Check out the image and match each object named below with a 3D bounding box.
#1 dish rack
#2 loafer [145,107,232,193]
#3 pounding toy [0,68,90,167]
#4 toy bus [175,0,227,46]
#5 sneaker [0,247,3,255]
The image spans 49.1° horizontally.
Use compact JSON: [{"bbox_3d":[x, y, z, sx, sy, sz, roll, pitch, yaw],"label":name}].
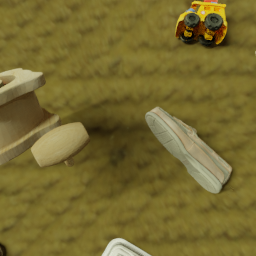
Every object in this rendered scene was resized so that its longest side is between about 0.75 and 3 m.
[{"bbox_3d":[-0.122,3.884,6.763,1.670,0.424,1.946,31,86,2],"label":"dish rack"},{"bbox_3d":[1.487,0.415,6.801,0.803,0.918,2.554,-43,94,-17],"label":"loafer"},{"bbox_3d":[-1.892,0.175,4.265,1.710,2.991,1.716,-27,116,-25],"label":"pounding toy"},{"bbox_3d":[1.831,-2.772,6.987,1.192,0.809,1.144,7,74,3],"label":"toy bus"},{"bbox_3d":[-3.663,3.600,6.646,0.614,0.658,1.742,35,88,2],"label":"sneaker"}]
